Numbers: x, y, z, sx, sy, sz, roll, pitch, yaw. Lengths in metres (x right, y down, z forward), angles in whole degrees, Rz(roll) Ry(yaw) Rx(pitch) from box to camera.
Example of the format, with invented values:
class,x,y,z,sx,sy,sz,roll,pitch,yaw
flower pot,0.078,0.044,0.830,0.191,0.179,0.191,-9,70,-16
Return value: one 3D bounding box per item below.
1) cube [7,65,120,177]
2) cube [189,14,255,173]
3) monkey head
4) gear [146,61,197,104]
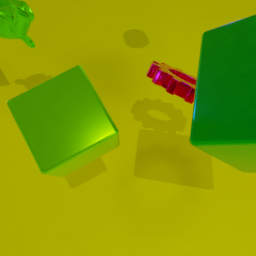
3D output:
class,x,y,z,sx,sy,sz,roll,pitch,yaw
cube,-0.648,-0.024,3.117,0.834,0.834,0.834,-29,80,-7
cube,1.548,-0.284,2.806,1.275,1.275,1.275,-5,68,44
monkey head,-2.281,-2.003,5.232,1.337,0.806,0.962,28,33,-26
gear,1.066,-0.856,5.434,1.442,0.267,1.442,22,23,-10
